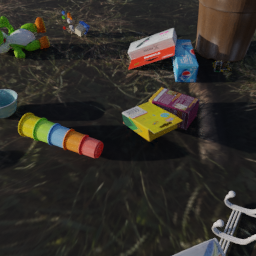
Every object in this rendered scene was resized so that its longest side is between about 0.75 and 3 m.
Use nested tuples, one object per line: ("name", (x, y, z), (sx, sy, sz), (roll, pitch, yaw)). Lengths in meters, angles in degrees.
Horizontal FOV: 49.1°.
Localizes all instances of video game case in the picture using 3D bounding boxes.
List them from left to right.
("video game case", (1.096, 3.008, 4.361), (1.804, 0.218, 1.979), (-15, 60, -17))

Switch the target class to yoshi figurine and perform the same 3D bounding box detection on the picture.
("yoshi figurine", (-4.806, -3.773, 11.654), (2.813, 1.575, 1.581), (-14, 49, -11))

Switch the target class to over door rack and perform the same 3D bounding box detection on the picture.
("over door rack", (2.778, 2.314, 5.144), (2.454, 0.817, 1.813), (23, 47, 24))

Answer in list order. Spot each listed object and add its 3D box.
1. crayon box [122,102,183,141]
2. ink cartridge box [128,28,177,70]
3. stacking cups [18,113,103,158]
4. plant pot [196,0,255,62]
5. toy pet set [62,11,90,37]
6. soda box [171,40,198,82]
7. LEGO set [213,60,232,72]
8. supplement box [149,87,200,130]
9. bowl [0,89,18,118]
("crayon box", (0.640, -0.171, 7.647), (0.974, 0.390, 1.535), (-23, 33, -23))
("ink cartridge box", (0.925, -3.169, 11.189), (1.960, 0.427, 1.701), (-13, 36, 23))
("stacking cups", (-1.839, 0.285, 7.635), (2.367, 0.716, 0.716), (20, 45, 17))
("plant pot", (4.040, -4.375, 11.304), (2.844, 2.816, 2.844), (0, 40, 0))
("toy pet set", (-2.454, -4.986, 13.268), (1.152, 1.234, 0.655), (36, 70, 1))
("soda box", (2.165, -2.669, 10.933), (0.760, 0.719, 2.242), (1, 42, 2))
("LEGO set", (3.692, -2.492, 10.929), (0.782, 0.453, 0.601), (13, 43, 14))
("supplement box", (1.387, -0.616, 8.595), (1.313, 0.678, 0.859), (22, 44, 25))
("bowl", (-3.962, -0.702, 8.791), (1.068, 0.559, 1.068), (1, 41, 0))
